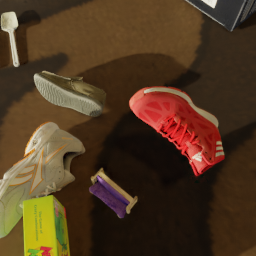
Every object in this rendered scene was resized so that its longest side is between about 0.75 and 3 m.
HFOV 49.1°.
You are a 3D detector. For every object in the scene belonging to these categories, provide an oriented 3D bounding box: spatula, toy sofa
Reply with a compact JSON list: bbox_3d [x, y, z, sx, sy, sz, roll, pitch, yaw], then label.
[{"bbox_3d":[-3.948,-2.563,8.341,1.486,0.172,2.138,-15,65,-8],"label":"spatula"},{"bbox_3d":[-0.356,1.455,6.229,1.101,0.456,0.537,37,69,16],"label":"toy sofa"}]

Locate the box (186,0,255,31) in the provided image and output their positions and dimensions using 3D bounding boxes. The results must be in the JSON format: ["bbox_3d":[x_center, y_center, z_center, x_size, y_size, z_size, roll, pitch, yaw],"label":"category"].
[{"bbox_3d":[3.222,-4.903,8.698,2.686,1.577,2.642,-40,71,-19],"label":"box"}]

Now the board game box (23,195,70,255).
[{"bbox_3d":[-1.435,2.647,5.203,0.587,1.252,2.465,-10,64,-7],"label":"board game box"}]

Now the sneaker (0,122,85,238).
[{"bbox_3d":[-1.906,1.166,6.104,1.242,1.022,2.700,24,68,7],"label":"sneaker"}]

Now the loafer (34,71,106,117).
[{"bbox_3d":[-1.478,-0.963,7.319,2.075,0.780,0.723,25,53,9],"label":"loafer"}]

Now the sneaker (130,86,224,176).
[{"bbox_3d":[0.980,0.090,4.772,2.031,0.796,1.173,17,43,-28],"label":"sneaker"}]
